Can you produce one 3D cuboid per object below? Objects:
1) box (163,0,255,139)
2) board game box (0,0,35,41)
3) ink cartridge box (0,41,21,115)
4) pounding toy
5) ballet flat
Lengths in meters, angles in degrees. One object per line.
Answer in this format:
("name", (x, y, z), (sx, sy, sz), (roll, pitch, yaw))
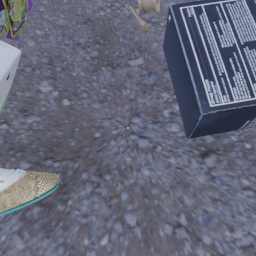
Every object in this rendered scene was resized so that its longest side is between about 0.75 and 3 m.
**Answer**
("box", (2.160, -1.278, 5.708), (2.406, 1.495, 2.425), (-9, 70, -4))
("board game box", (-3.165, -4.006, 8.015), (0.472, 1.756, 2.925), (29, 103, 5))
("ink cartridge box", (-3.028, -0.402, 5.174), (1.059, 1.834, 2.511), (22, 35, -18))
("pounding toy", (0.417, -3.864, 8.247), (0.999, 0.996, 1.742), (3, 90, 14))
("ballet flat", (-2.283, 1.086, 4.412), (2.338, 0.824, 0.763), (-25, 104, -14))
